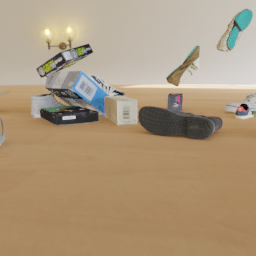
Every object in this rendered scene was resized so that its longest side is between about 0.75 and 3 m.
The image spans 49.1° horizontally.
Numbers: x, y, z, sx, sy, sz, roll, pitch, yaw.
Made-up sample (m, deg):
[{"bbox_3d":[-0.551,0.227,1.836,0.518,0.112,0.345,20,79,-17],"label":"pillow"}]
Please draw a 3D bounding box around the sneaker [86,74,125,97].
[{"bbox_3d":[-0.962,-1.673,13.731,1.752,1.075,2.693,19,-17,38],"label":"sneaker"}]

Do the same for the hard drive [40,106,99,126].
[{"bbox_3d":[-2.367,-0.520,11.032,1.657,0.449,2.371,-7,14,-31],"label":"hard drive"}]

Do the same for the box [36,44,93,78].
[{"bbox_3d":[-2.164,-2.360,9.742,1.332,0.368,1.663,-21,13,33],"label":"box"}]

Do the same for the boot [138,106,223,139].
[{"bbox_3d":[1.638,-0.176,8.814,2.393,0.835,1.576,17,14,23],"label":"boot"}]

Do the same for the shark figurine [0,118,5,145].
[{"bbox_3d":[-3.409,0.195,6.581,1.187,0.829,1.986,6,15,22],"label":"shark figurine"}]

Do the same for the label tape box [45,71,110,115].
[{"bbox_3d":[-2.510,-1.595,12.713,2.993,0.989,2.145,7,-22,41],"label":"label tape box"}]

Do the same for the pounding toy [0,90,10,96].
[{"bbox_3d":[-6.422,-1.187,12.855,2.006,1.045,2.284,-9,14,-39],"label":"pounding toy"}]

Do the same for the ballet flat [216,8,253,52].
[{"bbox_3d":[2.139,-2.003,5.727,1.139,0.431,0.364,-53,27,-18],"label":"ballet flat"}]

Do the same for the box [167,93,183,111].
[{"bbox_3d":[2.383,-1.314,14.095,0.706,0.814,1.332,2,11,12],"label":"box"}]

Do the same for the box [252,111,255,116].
[{"bbox_3d":[5.783,-0.606,12.069,0.558,0.230,0.951,-1,10,-9],"label":"box"}]

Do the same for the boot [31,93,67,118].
[{"bbox_3d":[-3.217,-1.056,12.312,2.091,0.999,0.769,-10,15,-41],"label":"boot"}]

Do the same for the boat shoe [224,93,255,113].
[{"bbox_3d":[5.933,-1.185,13.140,2.830,0.930,1.018,0,11,-1],"label":"boat shoe"}]

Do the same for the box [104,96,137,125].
[{"bbox_3d":[-0.318,-0.722,10.850,0.772,0.943,1.986,-4,11,-17],"label":"box"}]

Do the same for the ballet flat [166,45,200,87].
[{"bbox_3d":[2.454,-2.480,11.537,0.744,2.057,0.698,42,-13,1],"label":"ballet flat"}]

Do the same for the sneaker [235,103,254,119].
[{"bbox_3d":[4.960,-0.749,11.815,0.530,0.598,1.414,8,13,37],"label":"sneaker"}]
